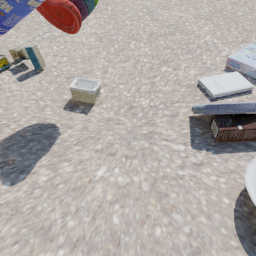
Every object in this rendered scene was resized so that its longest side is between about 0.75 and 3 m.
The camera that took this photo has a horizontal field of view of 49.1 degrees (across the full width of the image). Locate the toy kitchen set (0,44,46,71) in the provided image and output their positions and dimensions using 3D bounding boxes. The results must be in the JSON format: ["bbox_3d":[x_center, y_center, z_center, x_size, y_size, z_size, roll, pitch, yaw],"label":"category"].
[{"bbox_3d":[-4.054,-2.405,10.360,1.476,0.870,1.183,6,39,36],"label":"toy kitchen set"}]

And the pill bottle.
[{"bbox_3d":[-2.994,-2.941,6.275,2.538,1.422,1.422,-30,39,19],"label":"pill bottle"}]

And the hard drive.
[{"bbox_3d":[3.340,-1.492,9.625,1.547,0.196,1.021,-12,44,-13],"label":"hard drive"}]

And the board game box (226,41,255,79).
[{"bbox_3d":[5.096,-2.482,10.532,1.948,0.425,1.957,-31,51,-29],"label":"board game box"}]

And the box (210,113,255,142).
[{"bbox_3d":[3.067,-0.015,7.805,1.355,0.508,0.678,-2,42,-5],"label":"box"}]

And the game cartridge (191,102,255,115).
[{"bbox_3d":[2.866,-0.568,8.052,1.778,0.360,1.186,-3,8,-6],"label":"game cartridge"}]

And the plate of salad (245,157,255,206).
[{"bbox_3d":[3.759,1.551,6.006,2.596,0.623,2.596,7,40,-6],"label":"plate of salad"}]

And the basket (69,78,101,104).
[{"bbox_3d":[-1.353,-1.200,9.052,0.887,0.547,0.601,12,44,14],"label":"basket"}]

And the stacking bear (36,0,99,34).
[{"bbox_3d":[-1.303,-4.019,7.658,1.545,1.447,2.545,27,79,11],"label":"stacking bear"}]
